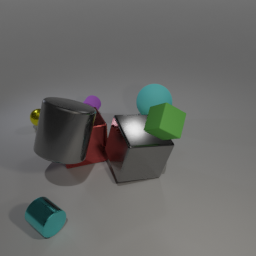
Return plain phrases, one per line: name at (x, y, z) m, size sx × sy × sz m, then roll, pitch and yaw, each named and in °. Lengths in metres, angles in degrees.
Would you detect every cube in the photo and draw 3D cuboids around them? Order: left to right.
cube at (-1.524, 0.281, 9.287) m, size 1.400 × 1.400 × 1.400 m, roll -10°, pitch 30°, yaw -18°
cube at (0.278, 0.564, 8.282) m, size 1.400 × 1.400 × 1.400 m, roll -2°, pitch 41°, yaw -24°
cube at (0.940, -0.151, 7.150) m, size 0.700 × 0.700 × 0.700 m, roll 25°, pitch -18°, yaw -27°

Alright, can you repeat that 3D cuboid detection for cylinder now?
cylinder at (-1.956, 2.106, 6.658) m, size 0.700 × 0.700 × 0.700 m, roll 25°, pitch 37°, yaw 30°
cylinder at (-1.663, 0.038, 7.399) m, size 1.400 × 1.400 × 1.400 m, roll 14°, pitch 13°, yaw -3°
cylinder at (-1.566, -0.916, 11.804) m, size 0.700 × 0.700 × 0.700 m, roll 7°, pitch 35°, yaw 12°

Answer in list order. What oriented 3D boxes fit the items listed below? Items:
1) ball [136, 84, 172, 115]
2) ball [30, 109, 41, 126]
ball at (1.024, -1.017, 10.932) m, size 1.400 × 1.400 × 1.400 m, roll 0°, pitch 29°, yaw 0°
ball at (-3.501, -0.416, 11.023) m, size 0.700 × 0.700 × 0.700 m, roll 0°, pitch 29°, yaw 0°
